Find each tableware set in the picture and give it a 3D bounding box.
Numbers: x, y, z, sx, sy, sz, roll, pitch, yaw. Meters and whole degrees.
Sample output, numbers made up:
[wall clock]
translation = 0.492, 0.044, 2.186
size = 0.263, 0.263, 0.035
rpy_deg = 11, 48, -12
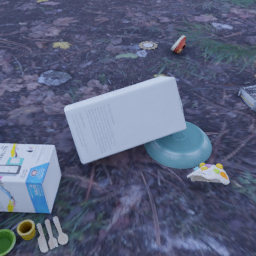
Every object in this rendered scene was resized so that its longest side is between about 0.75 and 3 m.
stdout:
[tableware set]
translation = -1.790, 2.760, 5.221
size = 1.660, 0.378, 2.465
rpy_deg = -17, 43, -19

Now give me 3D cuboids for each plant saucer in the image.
[plant saucer]
translation = 1.455, 0.337, 8.137
size = 1.965, 0.353, 1.965
rpy_deg = 0, 39, 0

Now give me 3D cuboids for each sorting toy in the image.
[sorting toy]
translation = 1.817, 1.110, 6.645
size = 0.885, 0.473, 0.796
rpy_deg = -3, -1, 41

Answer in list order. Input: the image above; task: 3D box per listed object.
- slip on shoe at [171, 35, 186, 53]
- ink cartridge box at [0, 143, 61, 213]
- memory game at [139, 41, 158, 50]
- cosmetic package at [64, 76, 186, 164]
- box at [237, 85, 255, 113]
[slip on shoe]
translation = 2.460, -3.899, 13.145
size = 0.481, 0.582, 1.570
rpy_deg = 40, 40, -4
[ink cartridge box]
translation = -2.527, 1.157, 6.502
size = 1.581, 1.154, 1.160
rpy_deg = 2, 41, 1
[memory game]
translation = 0.974, -3.980, 13.527
size = 0.932, 0.059, 0.932
rpy_deg = 0, 41, 0
[cosmetic package]
translation = -0.080, -0.281, 7.499
size = 2.923, 1.486, 1.082
rpy_deg = -18, 16, -10
[box]
translation = 4.872, -1.087, 9.810
size = 1.564, 0.378, 1.239
rpy_deg = -11, 41, -13
